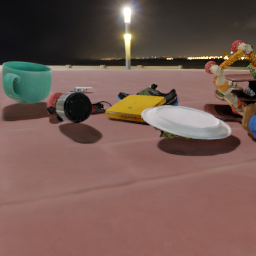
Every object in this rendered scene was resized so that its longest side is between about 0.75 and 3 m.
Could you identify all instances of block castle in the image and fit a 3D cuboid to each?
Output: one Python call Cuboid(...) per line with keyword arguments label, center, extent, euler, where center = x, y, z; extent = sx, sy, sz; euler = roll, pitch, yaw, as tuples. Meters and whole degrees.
Cuboid(label="block castle", center=(3.476, -1.468, 8.686), extent=(1.403, 2.099, 0.985), euler=(-38, 20, 10))

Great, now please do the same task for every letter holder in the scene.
Cuboid(label="letter holder", center=(3.983, -1.283, 10.820), extent=(2.072, 1.466, 2.915), euler=(2, 14, 13))

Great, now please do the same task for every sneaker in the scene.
Cuboid(label="sneaker", center=(0.835, -1.346, 11.836), extent=(2.562, 1.061, 0.908), euler=(3, 13, 12))

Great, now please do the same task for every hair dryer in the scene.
Cuboid(label="hair dryer", center=(-2.127, -0.991, 11.094), extent=(2.132, 0.760, 2.799), euler=(12, 20, 35))

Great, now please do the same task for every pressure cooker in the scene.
Cuboid(label="pressure cooker", center=(-1.818, -0.695, 9.176), extent=(1.006, 1.022, 1.144), euler=(-8, 10, -35))

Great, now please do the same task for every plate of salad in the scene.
Cuboid(label="plate of salad", center=(1.604, -0.091, 7.911), extent=(2.518, 0.605, 2.518), euler=(7, 21, -3))

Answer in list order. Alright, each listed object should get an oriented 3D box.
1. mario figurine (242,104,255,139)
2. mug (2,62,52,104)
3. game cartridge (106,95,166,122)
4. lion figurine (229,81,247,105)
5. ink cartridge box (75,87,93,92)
Cuboid(label="mario figurine", center=(4.310, -0.197, 6.673), extent=(2.711, 1.437, 1.673), euler=(10, 18, 40))
Cuboid(label="mug", center=(-4.915, -2.064, 13.091), extent=(2.163, 1.628, 2.632), euler=(26, 26, 35))
Cuboid(label="game cartridge", center=(0.322, -0.791, 10.492), extent=(1.616, 0.297, 1.833), euler=(9, 29, 31))
Cuboid(label="lion figurine", center=(5.882, -1.455, 12.792), extent=(2.987, 1.082, 1.829), euler=(8, 4, -25))
Cuboid(label="ink cartridge box", center=(-2.755, -2.386, 17.517), extent=(1.095, 0.276, 0.596), euler=(1, 14, -2))
